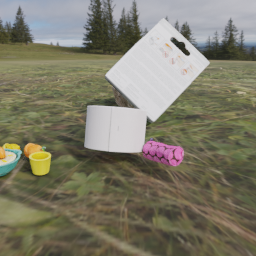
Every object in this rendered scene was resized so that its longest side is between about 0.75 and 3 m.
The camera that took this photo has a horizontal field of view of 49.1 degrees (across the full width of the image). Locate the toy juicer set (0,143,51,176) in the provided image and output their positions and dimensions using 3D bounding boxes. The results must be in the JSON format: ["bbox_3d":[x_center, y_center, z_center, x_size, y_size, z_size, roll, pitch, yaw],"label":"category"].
[{"bbox_3d":[-2.404,0.504,5.191,1.818,0.495,1.157,-4,21,-20],"label":"toy juicer set"}]

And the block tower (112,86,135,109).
[{"bbox_3d":[0.044,-1.123,10.409,0.759,0.709,2.625,-16,20,-8],"label":"block tower"}]

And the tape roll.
[{"bbox_3d":[-0.243,0.009,5.571,1.196,0.821,1.196,5,1,0],"label":"tape roll"}]

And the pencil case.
[{"bbox_3d":[0.640,0.435,5.063,0.408,0.395,0.871,-7,10,-28],"label":"pencil case"}]

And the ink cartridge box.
[{"bbox_3d":[0.858,-1.688,8.370,1.979,2.472,0.584,44,-4,1],"label":"ink cartridge box"}]
